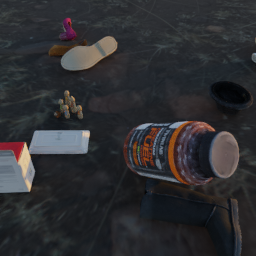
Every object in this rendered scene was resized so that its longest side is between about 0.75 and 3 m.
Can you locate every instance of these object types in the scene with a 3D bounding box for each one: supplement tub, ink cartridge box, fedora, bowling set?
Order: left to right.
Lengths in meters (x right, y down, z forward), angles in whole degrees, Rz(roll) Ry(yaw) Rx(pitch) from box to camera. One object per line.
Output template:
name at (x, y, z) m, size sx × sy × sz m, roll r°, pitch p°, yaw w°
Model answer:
ink cartridge box at (-2.948, 0.756, 6.000) m, size 1.524 × 1.338 × 0.639 m, roll -1°, pitch 41°, yaw -3°
bowling set at (-1.808, -0.594, 8.154) m, size 0.697 × 0.537 × 1.001 m, roll -28°, pitch 48°, yaw -28°
supplement tub at (0.996, 0.476, 5.669) m, size 1.232 × 1.232 × 2.303 m, roll -33°, pitch 17°, yaw -32°
fedora at (2.982, -0.821, 8.348) m, size 1.352 × 0.618 × 1.352 m, roll 0°, pitch 42°, yaw 0°

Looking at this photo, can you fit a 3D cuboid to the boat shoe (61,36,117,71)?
boat shoe at (-1.502, -2.729, 10.671) m, size 2.386 × 0.867 × 0.748 m, roll -32°, pitch 8°, yaw -25°

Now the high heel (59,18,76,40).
high heel at (-2.545, -4.450, 12.560) m, size 0.756 × 0.530 × 1.573 m, roll -5°, pitch 55°, yaw 10°

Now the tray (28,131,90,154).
tray at (-1.797, 0.321, 7.336) m, size 1.512 × 0.168 × 0.812 m, roll 0°, pitch 44°, yaw 0°

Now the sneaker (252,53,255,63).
sneaker at (5.123, -2.516, 10.434) m, size 0.582 × 0.419 × 1.113 m, roll -7°, pitch 37°, yaw 0°

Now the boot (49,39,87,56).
boot at (-2.400, -3.239, 11.399) m, size 1.314 × 0.450 × 1.237 m, roll 5°, pitch 49°, yaw 17°

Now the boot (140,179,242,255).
boot at (1.111, 1.769, 5.366) m, size 1.855 × 0.609 × 1.529 m, roll 13°, pitch 32°, yaw 8°
